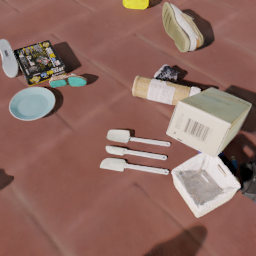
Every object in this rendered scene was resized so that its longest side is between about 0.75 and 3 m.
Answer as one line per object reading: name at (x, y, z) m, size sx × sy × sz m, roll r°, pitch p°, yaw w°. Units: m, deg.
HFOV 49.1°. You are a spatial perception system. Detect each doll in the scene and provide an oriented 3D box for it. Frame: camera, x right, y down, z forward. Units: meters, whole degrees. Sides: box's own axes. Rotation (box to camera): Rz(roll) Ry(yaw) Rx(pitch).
doll at (2.464, 0.998, 7.656) m, size 1.032 × 0.367 × 1.513 m, roll -33°, pitch 67°, yaw -8°

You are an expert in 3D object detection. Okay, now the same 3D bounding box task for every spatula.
spatula at (0.259, 0.690, 8.059) m, size 1.910 × 0.153 × 1.328 m, roll 7°, pitch 52°, yaw 6°

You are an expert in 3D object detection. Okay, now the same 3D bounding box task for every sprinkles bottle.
sprinkles bottle at (1.233, -1.150, 9.096) m, size 2.122 × 0.724 × 0.724 m, roll 14°, pitch 54°, yaw 11°

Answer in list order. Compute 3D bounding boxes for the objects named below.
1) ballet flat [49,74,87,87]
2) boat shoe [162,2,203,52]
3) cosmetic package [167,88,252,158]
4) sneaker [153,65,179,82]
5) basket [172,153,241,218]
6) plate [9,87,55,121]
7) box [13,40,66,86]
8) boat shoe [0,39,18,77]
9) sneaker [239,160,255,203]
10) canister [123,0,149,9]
ballet flat at (-2.071, -1.694, 9.720) m, size 1.307 × 0.445 × 0.439 m, roll -2°, pitch 44°, yaw -3°
boat shoe at (2.151, -4.074, 11.274) m, size 0.885 × 0.967 × 2.587 m, roll -12°, pitch 62°, yaw -13°
cosmetic package at (2.273, -0.272, 7.514) m, size 1.371 × 0.968 × 2.648 m, roll 28°, pitch 28°, yaw 23°
sneaker at (1.339, -1.757, 9.739) m, size 0.660 × 0.438 × 1.161 m, roll 25°, pitch 54°, yaw 21°
basket at (1.858, 1.400, 6.903) m, size 1.197 × 0.963 × 1.187 m, roll -28°, pitch 57°, yaw -9°
plate at (-3.106, -0.773, 9.155) m, size 1.461 × 0.187 × 1.461 m, roll 0°, pitch 53°, yaw 1°
box at (-3.253, -2.424, 10.267) m, size 1.417 × 0.438 × 1.775 m, roll -23°, pitch 56°, yaw -18°
boat shoe at (-4.335, -2.465, 10.288) m, size 0.521 × 0.668 × 1.471 m, roll -16°, pitch 81°, yaw -12°
sneaker at (3.655, 1.018, 7.363) m, size 1.215 × 0.838 × 2.184 m, roll 29°, pitch 64°, yaw 10°
canister at (0.439, -6.287, 13.075) m, size 1.179 × 0.687 × 1.587 m, roll 6°, pitch 52°, yaw 5°
